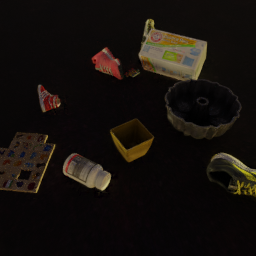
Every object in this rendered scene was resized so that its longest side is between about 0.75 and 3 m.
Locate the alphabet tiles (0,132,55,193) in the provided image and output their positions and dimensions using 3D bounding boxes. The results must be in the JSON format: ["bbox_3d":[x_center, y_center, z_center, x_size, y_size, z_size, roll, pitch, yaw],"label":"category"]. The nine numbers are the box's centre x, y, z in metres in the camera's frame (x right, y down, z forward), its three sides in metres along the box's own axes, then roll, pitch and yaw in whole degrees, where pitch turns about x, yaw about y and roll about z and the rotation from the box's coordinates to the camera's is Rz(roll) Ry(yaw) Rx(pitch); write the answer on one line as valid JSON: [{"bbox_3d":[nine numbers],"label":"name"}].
[{"bbox_3d":[-3.838,1.120,9.960,2.071,0.094,2.478,5,46,5],"label":"alphabet tiles"}]

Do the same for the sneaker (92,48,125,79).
[{"bbox_3d":[-0.973,-2.918,13.479,1.076,0.914,2.481,-27,45,-9],"label":"sneaker"}]

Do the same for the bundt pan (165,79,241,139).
[{"bbox_3d":[2.818,-0.666,10.997,2.873,1.078,2.873,0,47,0],"label":"bundt pan"}]

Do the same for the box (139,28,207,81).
[{"bbox_3d":[2.081,-3.335,13.014,2.716,1.377,1.528,20,78,18],"label":"box"}]

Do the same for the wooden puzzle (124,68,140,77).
[{"bbox_3d":[0.226,-2.700,13.666,0.498,0.059,0.841,32,54,27],"label":"wooden puzzle"}]

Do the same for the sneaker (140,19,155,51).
[{"bbox_3d":[1.402,-4.790,15.157,1.286,1.116,2.902,11,53,-3],"label":"sneaker"}]

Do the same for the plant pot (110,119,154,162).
[{"bbox_3d":[0.128,0.525,9.907,1.113,0.982,1.113,-24,51,-22],"label":"plant pot"}]

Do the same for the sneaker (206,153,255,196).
[{"bbox_3d":[3.636,1.759,8.646,2.660,0.991,1.126,23,35,33],"label":"sneaker"}]

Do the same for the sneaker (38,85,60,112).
[{"bbox_3d":[-3.384,-1.346,12.028,0.839,0.531,1.491,-16,55,-9],"label":"sneaker"}]

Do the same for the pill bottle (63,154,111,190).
[{"bbox_3d":[-1.323,1.456,9.135,1.443,0.799,0.799,23,50,20],"label":"pill bottle"}]
